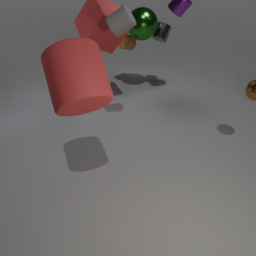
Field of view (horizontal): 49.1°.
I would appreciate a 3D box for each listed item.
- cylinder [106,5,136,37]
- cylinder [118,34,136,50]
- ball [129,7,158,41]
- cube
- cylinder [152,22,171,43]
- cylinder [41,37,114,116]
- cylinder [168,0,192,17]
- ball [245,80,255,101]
[{"bbox_3d":[-0.215,-3.331,8.726,0.700,0.700,0.700,-27,27,21],"label":"cylinder"},{"bbox_3d":[-0.062,-4.200,13.683,0.700,0.700,0.700,24,20,32],"label":"cylinder"},{"bbox_3d":[0.630,-4.601,12.395,1.400,1.400,1.400,0,33,0],"label":"ball"},{"bbox_3d":[-0.991,-3.980,10.759,1.400,1.400,1.400,6,49,-43],"label":"cube"},{"bbox_3d":[1.551,-4.387,12.858,0.700,0.700,0.700,19,6,-2],"label":"cylinder"},{"bbox_3d":[-1.189,-1.149,6.589,1.400,1.400,1.400,-16,-8,-2],"label":"cylinder"},{"bbox_3d":[2.048,-4.874,11.036,0.700,0.700,0.700,29,36,-24],"label":"cylinder"},{"bbox_3d":[4.210,-1.233,9.152,0.700,0.700,0.700,0,33,0],"label":"ball"}]
